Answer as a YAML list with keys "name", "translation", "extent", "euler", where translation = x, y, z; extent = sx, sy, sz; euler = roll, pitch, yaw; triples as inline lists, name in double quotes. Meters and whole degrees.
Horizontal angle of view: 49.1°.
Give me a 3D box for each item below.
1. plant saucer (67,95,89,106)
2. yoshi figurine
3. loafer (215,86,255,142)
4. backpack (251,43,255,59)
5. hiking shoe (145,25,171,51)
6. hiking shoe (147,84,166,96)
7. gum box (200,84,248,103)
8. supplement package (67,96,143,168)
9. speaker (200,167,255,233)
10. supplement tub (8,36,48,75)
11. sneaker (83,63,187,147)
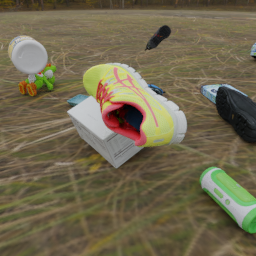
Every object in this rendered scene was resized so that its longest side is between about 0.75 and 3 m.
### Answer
- name: "plant saucer"
  translation: [-1.086, -0.810, 9.989]
  extent: [2.205, 0.209, 0.771]
  euler: [15, 31, 25]
- name: "yoshi figurine"
  translation: [-3.598, -1.912, 11.648]
  extent: [1.026, 1.030, 1.832]
  euler: [-29, 19, 46]
- name: "loafer"
  translation: [3.547, -0.495, 8.668]
  extent: [0.981, 0.949, 2.794]
  euler: [0, 32, -9]
- name: "backpack"
  translation: [7.683, -4.194, 15.501]
  extent: [1.638, 1.259, 1.336]
  euler: [3, 13, 36]
- name: "hiking shoe"
  translation: [1.040, -3.243, 10.064]
  extent: [1.227, 0.465, 0.618]
  euler: [-45, 17, -23]
- name: "hiking shoe"
  translation: [0.640, -1.478, 10.978]
  extent: [1.551, 0.577, 0.672]
  euler: [24, 27, 21]
- name: "gum box"
  translation: [3.658, -1.308, 10.797]
  extent: [1.181, 0.310, 1.390]
  euler: [-7, 29, -13]
- name: "supplement package"
  translation: [-0.408, -0.125, 7.346]
  extent: [1.457, 1.037, 1.871]
  euler: [-36, 41, -19]
- name: "speaker"
  translation: [2.021, 1.348, 5.455]
  extent: [0.621, 0.621, 1.405]
  euler: [-11, 30, -20]
- name: "supplement tub"
  translation: [-3.712, -2.711, 10.279]
  extent: [1.200, 1.200, 1.659]
  euler: [-14, 29, -24]
- name: "sneaker"
  translation: [-0.163, -0.493, 5.265]
  extent: [1.155, 1.000, 2.559]
  euler: [-19, 42, -41]
